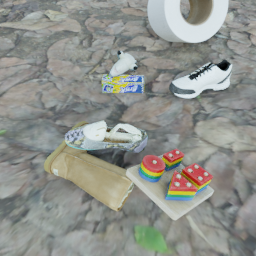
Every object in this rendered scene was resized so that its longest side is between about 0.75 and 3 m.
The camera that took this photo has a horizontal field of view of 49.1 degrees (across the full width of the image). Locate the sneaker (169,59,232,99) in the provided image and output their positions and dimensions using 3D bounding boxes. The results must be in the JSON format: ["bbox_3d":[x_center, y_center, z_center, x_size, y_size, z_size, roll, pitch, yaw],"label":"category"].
[{"bbox_3d":[2.544,-1.783,9.804,2.545,1.018,0.938,-18,48,-21],"label":"sneaker"}]

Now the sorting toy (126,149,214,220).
[{"bbox_3d":[1.097,1.175,6.812,1.627,0.570,1.637,-15,43,-43],"label":"sorting toy"}]

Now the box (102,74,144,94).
[{"bbox_3d":[-0.171,-1.583,10.064,1.501,0.482,0.526,1,43,2],"label":"box"}]

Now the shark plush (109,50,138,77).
[{"bbox_3d":[-0.208,-2.410,10.422,0.900,0.825,1.981,38,23,-15],"label":"shark plush"}]

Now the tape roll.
[{"bbox_3d":[2.385,-4.951,11.513,2.769,2.769,1.901,-12,21,-12],"label":"tape roll"}]

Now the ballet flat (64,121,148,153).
[{"bbox_3d":[-0.511,0.158,7.451,2.262,0.814,0.814,6,42,-18],"label":"ballet flat"}]

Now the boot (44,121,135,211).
[{"bbox_3d":[-0.766,0.918,7.416,2.239,0.740,1.961,21,55,18],"label":"boot"}]
